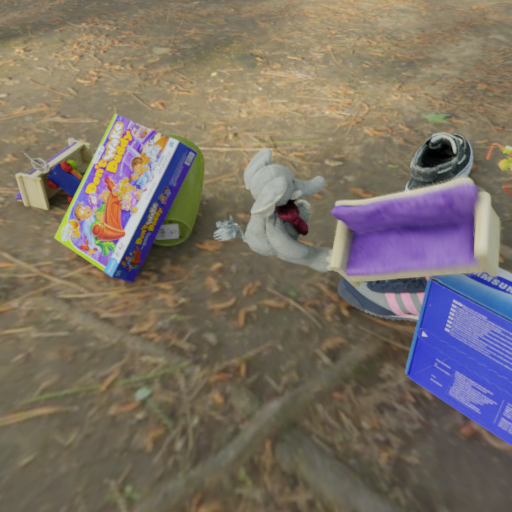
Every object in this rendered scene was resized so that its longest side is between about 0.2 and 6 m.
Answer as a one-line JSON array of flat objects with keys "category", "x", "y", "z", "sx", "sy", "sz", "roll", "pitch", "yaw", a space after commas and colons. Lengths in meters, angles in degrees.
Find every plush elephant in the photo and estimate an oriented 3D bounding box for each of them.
[{"category": "plush elephant", "x": 0.371, "y": -0.760, "z": 8.190, "sx": 1.811, "sy": 1.402, "sz": 1.492, "roll": 4, "pitch": 42, "yaw": -17}]

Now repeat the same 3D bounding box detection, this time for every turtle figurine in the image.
[{"category": "turtle figurine", "x": 3.712, "y": -1.178, "z": 7.685, "sx": 0.870, "sy": 1.079, "sz": 0.348, "roll": 23, "pitch": 69, "yaw": 46}]

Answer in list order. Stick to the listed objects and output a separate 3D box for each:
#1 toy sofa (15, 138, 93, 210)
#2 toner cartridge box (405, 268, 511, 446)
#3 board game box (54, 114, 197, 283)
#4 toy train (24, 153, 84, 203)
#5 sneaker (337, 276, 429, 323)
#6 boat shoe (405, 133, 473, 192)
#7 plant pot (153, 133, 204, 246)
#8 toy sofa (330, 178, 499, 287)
[{"category": "toy sofa", "x": -4.743, "y": -1.969, "z": 13.084, "sx": 0.969, "sy": 0.823, "sz": 1.987, "roll": 15, "pitch": 41, "yaw": 17}, {"category": "toner cartridge box", "x": 4.173, "y": 1.851, "z": 7.207, "sx": 0.950, "sy": 2.090, "sz": 4.399, "roll": -31, "pitch": 48, "yaw": -34}, {"category": "board game box", "x": -2.538, "y": -1.134, "z": 10.750, "sx": 1.845, "sy": 2.744, "sz": 0.614, "roll": 27, "pitch": 2, "yaw": 31}, {"category": "toy train", "x": -4.349, "y": -1.943, "z": 12.660, "sx": 1.618, "sy": 0.685, "sz": 0.936, "roll": 40, "pitch": 21, "yaw": -18}, {"category": "sneaker", "x": 2.790, "y": 0.551, "z": 9.618, "sx": 2.764, "sy": 1.134, "sz": 0.970, "roll": 14, "pitch": 40, "yaw": 17}, {"category": "boat shoe", "x": 4.443, "y": -2.303, "z": 13.213, "sx": 1.191, "sy": 1.172, "sz": 3.305, "roll": 18, "pitch": 42, "yaw": 21}, {"category": "plant pot", "x": -1.882, "y": -1.208, "z": 11.620, "sx": 1.793, "sy": 1.793, "sz": 1.916, "roll": -5, "pitch": 56, "yaw": -7}, {"category": "toy sofa", "x": 2.050, "y": -0.240, "z": 7.549, "sx": 2.169, "sy": 1.058, "sz": 0.898, "roll": -7, "pitch": 58, "yaw": 38}]
